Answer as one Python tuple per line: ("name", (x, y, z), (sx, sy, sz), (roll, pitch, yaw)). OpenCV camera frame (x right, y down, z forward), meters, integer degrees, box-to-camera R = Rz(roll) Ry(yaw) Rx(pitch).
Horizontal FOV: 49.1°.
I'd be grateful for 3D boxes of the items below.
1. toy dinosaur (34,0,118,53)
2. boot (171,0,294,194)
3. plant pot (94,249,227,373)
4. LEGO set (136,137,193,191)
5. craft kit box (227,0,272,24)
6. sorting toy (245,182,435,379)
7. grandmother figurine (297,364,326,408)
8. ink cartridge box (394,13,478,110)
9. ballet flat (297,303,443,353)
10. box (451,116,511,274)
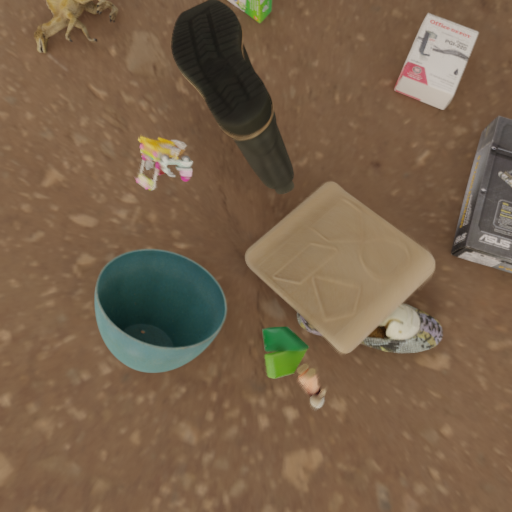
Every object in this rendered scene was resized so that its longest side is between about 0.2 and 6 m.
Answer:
("toy dinosaur", (-3.147, -4.616, 10.069), (1.168, 0.672, 2.309), (28, 79, 7))
("boot", (-0.317, -2.395, 8.674), (1.098, 1.961, 2.835), (-22, 59, 9))
("plant pot", (-1.534, 1.012, 8.417), (1.900, 1.279, 1.900), (15, 39, -13))
("LEGO set", (-1.351, -1.293, 7.902), (0.739, 1.607, 0.598), (11, 106, -15))
("craft kit box", (-0.483, -5.111, 9.606), (1.742, 1.764, 0.428), (42, 81, 8))
("sorting toy", (0.925, 0.429, 8.641), (3.034, 0.447, 2.243), (-41, 66, -14))
("grandmother figurine", (0.807, 1.916, 8.138), (0.247, 0.815, 0.494), (-34, 37, -16))
("ink cartridge box", (3.170, -3.423, 9.859), (0.979, 0.570, 1.345), (23, 77, 5))
("ballet flat", (1.827, 1.008, 8.759), (2.349, 0.845, 0.845), (8, 78, 2))
("box", (5.002, -0.727, 9.196), (2.990, 0.723, 2.368), (17, 78, 3))
